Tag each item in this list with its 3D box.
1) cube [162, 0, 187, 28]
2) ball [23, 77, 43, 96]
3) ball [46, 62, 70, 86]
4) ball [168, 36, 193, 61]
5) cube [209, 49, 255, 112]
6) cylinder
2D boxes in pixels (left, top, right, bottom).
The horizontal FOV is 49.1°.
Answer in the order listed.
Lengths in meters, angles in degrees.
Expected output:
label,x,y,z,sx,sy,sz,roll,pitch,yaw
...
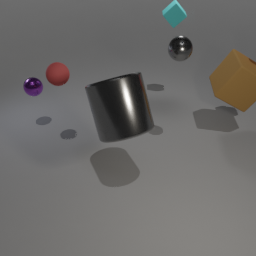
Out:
label,x,y,z,sx,sy,sz,roll,pitch,yaw
cube,1.904,-4.690,11.499,0.700,0.700,0.700,-36,26,27
ball,-3.505,-1.522,10.366,0.700,0.700,0.700,0,32,0
ball,-2.105,-1.612,8.391,0.700,0.700,0.700,0,32,0
ball,1.481,-2.245,7.935,0.700,0.700,0.700,0,32,0
cube,4.040,-1.725,10.216,1.400,1.400,1.400,25,38,-15
cylinder,-0.190,-0.515,6.809,1.400,1.400,1.400,-14,9,2
